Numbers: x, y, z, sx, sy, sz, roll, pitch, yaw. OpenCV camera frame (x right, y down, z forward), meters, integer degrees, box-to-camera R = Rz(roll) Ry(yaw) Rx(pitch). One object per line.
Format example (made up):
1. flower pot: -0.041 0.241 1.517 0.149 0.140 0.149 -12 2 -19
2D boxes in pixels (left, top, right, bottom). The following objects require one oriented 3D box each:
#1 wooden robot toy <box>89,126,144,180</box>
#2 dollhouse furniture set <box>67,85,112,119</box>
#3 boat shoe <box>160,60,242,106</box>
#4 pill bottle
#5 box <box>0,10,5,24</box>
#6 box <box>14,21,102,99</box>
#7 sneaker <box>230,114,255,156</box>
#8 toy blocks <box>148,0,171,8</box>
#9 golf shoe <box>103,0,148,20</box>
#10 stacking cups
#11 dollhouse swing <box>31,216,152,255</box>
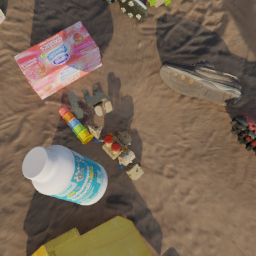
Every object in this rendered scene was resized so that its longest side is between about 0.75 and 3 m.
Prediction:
1. wooden robot toy: -0.169 0.471 8.349 0.962 0.934 2.120 -40 78 -22
2. dollhouse furniture set: -0.974 -0.718 7.039 0.910 0.604 0.798 -26 49 -14
3. boat shoe: 2.319 -1.572 8.955 2.680 0.998 0.983 21 65 -3
4. pill bottle: -1.322 0.998 6.006 1.026 1.852 1.026 -14 61 26
5. box: -4.938 -3.747 9.703 0.640 0.577 1.138 30 76 9
6. box: -2.146 -2.126 8.940 2.349 1.112 1.206 -31 76 -9
7. sneaker: 4.485 0.326 8.248 2.980 1.053 1.456 34 77 7
8. toy blocks: 1.157 -5.148 10.082 1.717 0.858 1.174 -36 65 -6
9. golf shoe: -0.049 -4.651 9.880 2.103 0.812 0.926 37 71 10
10. stacking cups: -1.673 -0.115 8.708 0.409 0.409 1.353 -40 78 -11
11. dollhouse swing: -0.922 4.146 7.272 2.566 2.482 2.823 -46 67 29
